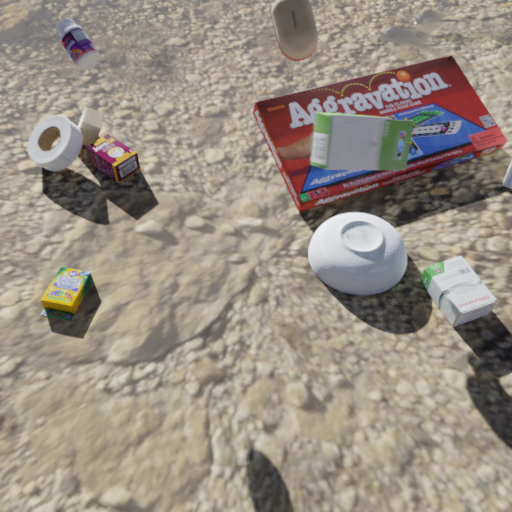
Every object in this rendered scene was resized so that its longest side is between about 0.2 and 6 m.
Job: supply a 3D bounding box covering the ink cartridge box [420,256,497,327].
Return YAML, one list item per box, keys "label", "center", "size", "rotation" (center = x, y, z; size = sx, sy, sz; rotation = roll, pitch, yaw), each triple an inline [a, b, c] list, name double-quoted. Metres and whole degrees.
- label: "ink cartridge box"
  center: [3.860, 0.675, 10.745]
  size: [0.866, 0.491, 1.181]
  rotation: [-15, 51, -13]

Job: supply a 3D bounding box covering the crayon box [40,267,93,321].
- label: "crayon box"
  center: [-3.691, 0.722, 10.857]
  size: [0.651, 0.267, 1.036]
  rotation: [10, 51, 8]

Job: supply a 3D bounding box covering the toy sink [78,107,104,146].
- label: "toy sink"
  center: [-4.154, -3.085, 13.888]
  size: [0.520, 0.928, 0.605]
  rotation: [19, 45, -23]

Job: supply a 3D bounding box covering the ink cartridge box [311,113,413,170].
- label: "ink cartridge box"
  center: [1.606, -1.722, 8.505]
  size: [1.527, 0.793, 0.453]
  rotation: [-4, 18, -27]

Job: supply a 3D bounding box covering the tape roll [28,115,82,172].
- label: "tape roll"
  center: [-4.757, -2.661, 13.266]
  size: [1.290, 0.451, 1.290]
  rotation: [-7, 70, 20]

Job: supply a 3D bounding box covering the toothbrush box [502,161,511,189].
- label: "toothbrush box"
  center: [7.171, -1.981, 12.653]
  size: [2.451, 1.045, 1.794]
  rotation: [27, 55, 21]

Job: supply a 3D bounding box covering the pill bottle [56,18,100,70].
- label: "pill bottle"
  center: [-3.464, -4.105, 10.832]
  size: [0.504, 0.504, 0.904]
  rotation: [-33, 87, -25]

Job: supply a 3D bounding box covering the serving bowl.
- label: "serving bowl"
  center: [2.086, -0.193, 11.385]
  size: [2.024, 0.666, 2.024]
  rotation: [-1, 49, 1]

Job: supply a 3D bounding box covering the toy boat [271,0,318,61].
- label: "toy boat"
  center: [0.814, -4.685, 11.648]
  size: [0.840, 0.841, 1.287]
  rotation: [-13, 89, 6]

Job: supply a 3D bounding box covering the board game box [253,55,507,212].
- label: "board game box"
  center: [2.977, -3.072, 13.398]
  size: [5.510, 0.536, 2.836]
  rotation: [-18, 69, -15]

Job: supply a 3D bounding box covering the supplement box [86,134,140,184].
- label: "supplement box"
  center: [-3.376, -2.310, 13.266]
  size: [1.081, 0.558, 0.708]
  rotation: [33, 57, 25]
